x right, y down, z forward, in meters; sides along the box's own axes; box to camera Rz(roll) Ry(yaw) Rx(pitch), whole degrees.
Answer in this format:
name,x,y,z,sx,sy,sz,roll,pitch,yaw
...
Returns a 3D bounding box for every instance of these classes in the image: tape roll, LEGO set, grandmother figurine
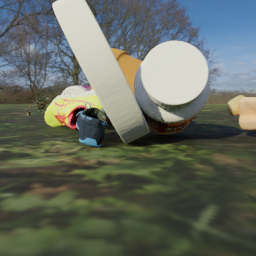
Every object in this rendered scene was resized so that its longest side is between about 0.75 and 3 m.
name,x,y,z,sx,sy,sz,roll,pitch,yaw
tape roll,-0.476,-1.129,5.556,0.554,3.030,3.030,-27,6,2
LEGO set,-3.880,-0.951,12.021,1.185,0.770,0.336,-23,25,-33
grandmother figurine,3.131,-0.233,5.487,1.560,0.779,2.573,30,-3,-13

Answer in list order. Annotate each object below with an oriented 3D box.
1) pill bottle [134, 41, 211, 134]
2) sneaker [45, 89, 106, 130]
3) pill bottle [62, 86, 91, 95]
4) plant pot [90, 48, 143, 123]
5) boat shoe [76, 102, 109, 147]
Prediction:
name,x,y,z,sx,sy,sz,roll,pitch,yaw
pill bottle,0.896,-0.749,6.051,1.515,1.515,2.682,1,-8,5
sneaker,-1.678,-0.413,8.344,2.520,0.985,1.138,-15,36,33
pill bottle,-1.636,-1.068,11.838,1.419,1.419,2.528,2,8,21
plant pot,0.073,-1.379,10.197,1.904,2.721,2.721,14,9,15
boat shoe,-0.672,-0.137,5.893,0.751,0.613,1.786,14,13,-20
